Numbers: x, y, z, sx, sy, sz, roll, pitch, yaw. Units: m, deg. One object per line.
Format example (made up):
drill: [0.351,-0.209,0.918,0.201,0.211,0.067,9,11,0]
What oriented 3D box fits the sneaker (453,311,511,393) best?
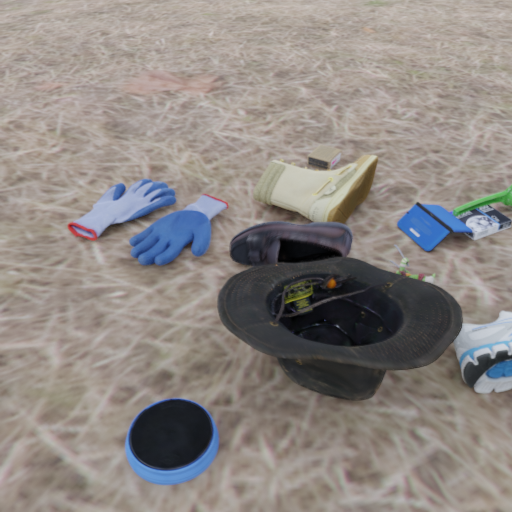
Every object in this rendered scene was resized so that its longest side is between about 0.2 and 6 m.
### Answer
sneaker: [4.446,1.269,8.723,2.880,1.079,1.248,-3,32,-4]

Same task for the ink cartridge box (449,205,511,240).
ink cartridge box: [4.730,-0.821,12.119,1.079,0.236,1.089,-18,39,-21]

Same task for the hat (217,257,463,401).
hat: [1.131,1.236,8.396,3.587,1.447,3.587,0,21,0]

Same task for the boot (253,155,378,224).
boot: [1.411,-1.725,12.704,2.141,1.002,2.754,21,46,24]

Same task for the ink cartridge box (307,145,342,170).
ink cartridge box: [1.749,-2.519,14.319,0.627,0.286,0.762,21,42,24]

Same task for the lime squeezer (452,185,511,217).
lime squeezer: [6.042,-1.115,12.297,3.604,0.680,1.273,7,64,2]

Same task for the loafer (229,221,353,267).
loafer: [0.582,-0.150,10.429,2.389,0.859,0.752,-6,30,15]

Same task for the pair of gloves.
pair of gloves: [-2.187,-0.778,11.971,3.254,0.371,2.616,22,43,27]

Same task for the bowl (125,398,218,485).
bowl: [-1.160,2.498,7.698,1.278,0.251,1.278,0,37,0]

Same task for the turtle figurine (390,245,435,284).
turtle figurine: [2.854,0.251,10.358,0.880,0.653,0.908,16,43,14]

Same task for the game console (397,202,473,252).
game console: [3.726,-0.589,11.748,0.973,0.675,1.140,-46,41,10]
